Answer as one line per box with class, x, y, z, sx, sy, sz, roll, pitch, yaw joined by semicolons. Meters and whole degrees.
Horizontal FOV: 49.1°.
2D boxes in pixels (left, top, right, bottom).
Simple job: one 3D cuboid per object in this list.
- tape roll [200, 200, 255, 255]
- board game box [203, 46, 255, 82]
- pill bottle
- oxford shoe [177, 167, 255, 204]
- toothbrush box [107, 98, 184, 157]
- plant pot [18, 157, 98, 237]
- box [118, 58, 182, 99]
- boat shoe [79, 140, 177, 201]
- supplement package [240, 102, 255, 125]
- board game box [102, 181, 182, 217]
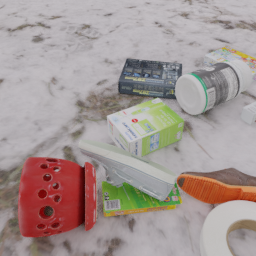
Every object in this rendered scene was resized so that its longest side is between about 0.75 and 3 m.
tape roll;3.121;3.030;7.033;2.619;0.479;2.619;1;41;0
board game box;5.530;-3.276;14.308;1.837;0.468;2.733;-27;48;-28
pill bottle;3.604;-1.777;11.669;2.972;1.681;1.681;-22;45;-24
oxford shoe;2.745;1.654;8.343;2.624;0.936;0.957;13;40;1
toothbrush box;0.615;-0.011;10.164;2.270;0.977;1.653;-21;45;-21
plant pot;-1.759;1.753;7.377;1.834;2.014;2.014;-1;41;-10
box;1.092;-2.341;13.046;2.802;0.715;2.209;6;40;6
boat shoe;-0.136;1.228;7.952;2.963;1.055;1.034;22;5;4
supplement package;5.073;-0.627;11.183;1.000;0.569;0.548;-23;44;-23
board game box;0.386;1.986;8.363;2.283;0.342;1.090;-6;42;-4
